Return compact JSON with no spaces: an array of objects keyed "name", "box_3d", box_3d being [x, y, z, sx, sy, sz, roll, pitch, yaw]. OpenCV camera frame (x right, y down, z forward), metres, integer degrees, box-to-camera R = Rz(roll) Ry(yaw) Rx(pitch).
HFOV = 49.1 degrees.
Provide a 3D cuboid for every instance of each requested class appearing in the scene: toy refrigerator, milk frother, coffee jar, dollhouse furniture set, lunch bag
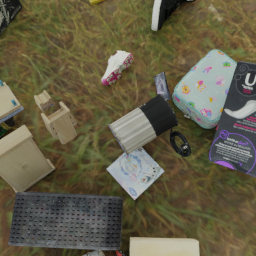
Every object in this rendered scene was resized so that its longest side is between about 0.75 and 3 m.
[{"name":"toy refrigerator","box_3d":[0.953,3.350,7.610,1.821,0.691,0.637,2,74,0]},{"name":"milk frother","box_3d":[0.642,0.290,7.662,1.639,1.573,1.743,-32,67,-1]},{"name":"coffee jar","box_3d":[-4.194,0.115,8.456,1.675,0.873,0.714,-47,109,-13]},{"name":"dollhouse furniture set","box_3d":[-3.315,-0.058,8.351,2.717,1.878,2.877,-35,59,-17]},{"name":"lunch bag","box_3d":[2.634,-1.162,8.847,1.843,0.886,2.298,42,78,9]}]

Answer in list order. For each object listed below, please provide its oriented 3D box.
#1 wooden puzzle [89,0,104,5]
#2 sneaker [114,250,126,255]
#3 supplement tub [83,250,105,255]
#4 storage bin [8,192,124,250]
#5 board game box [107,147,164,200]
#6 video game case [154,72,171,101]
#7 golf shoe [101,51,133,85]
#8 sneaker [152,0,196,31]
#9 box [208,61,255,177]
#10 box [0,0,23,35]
[{"name":"wooden puzzle","box_3d":[-0.894,-6.091,10.602,1.972,0.342,2.922,-12,73,-4]},{"name":"sneaker","box_3d":[-0.061,3.815,7.610,0.977,0.345,0.477,40,82,24]},{"name":"supplement tub","box_3d":[-1.532,4.271,6.853,2.471,1.630,1.630,-23,75,-6]},{"name":"storage bin","box_3d":[-1.470,2.372,7.325,2.651,1.792,1.243,3,74,1]},{"name":"board game box","box_3d":[0.220,1.284,8.440,1.234,0.269,1.240,-41,78,-11]},{"name":"video game case","box_3d":[1.086,-1.282,8.924,0.084,0.631,0.884,-14,91,-23]},{"name":"golf shoe","box_3d":[-0.468,-2.019,9.352,0.657,0.540,1.435,33,71,22]},{"name":"sneaker","box_3d":[1.741,-4.502,9.795,1.473,0.962,2.633,13,73,5]},{"name":"box","box_3d":[3.385,-0.197,7.380,1.636,1.420,2.677,20,100,28]},{"name":"box","box_3d":[-4.709,-4.215,9.318,1.078,1.711,1.740,28,75,8]}]
